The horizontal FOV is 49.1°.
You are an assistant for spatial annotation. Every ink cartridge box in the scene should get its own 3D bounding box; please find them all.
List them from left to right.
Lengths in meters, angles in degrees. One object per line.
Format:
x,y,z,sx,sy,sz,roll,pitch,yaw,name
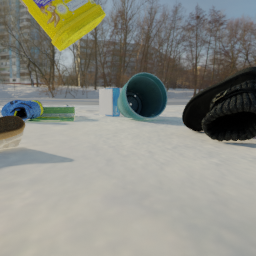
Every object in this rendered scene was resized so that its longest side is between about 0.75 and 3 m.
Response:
-3.373,-0.664,12.578,1.982,0.653,2.724,-1,4,-9,ink cartridge box
-0.359,-1.458,15.781,2.082,1.520,1.527,-4,7,-33,ink cartridge box

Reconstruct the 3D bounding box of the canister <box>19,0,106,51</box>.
-1.864,-3.343,7.190,1.629,2.194,0.950,-45,12,-27,canister

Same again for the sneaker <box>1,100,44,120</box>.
-4.806,-0.716,11.983,2.526,0.833,0.990,-1,18,32,sneaker

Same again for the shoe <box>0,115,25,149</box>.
-2.742,0.208,4.694,1.977,0.528,0.691,-8,48,-35,shoe

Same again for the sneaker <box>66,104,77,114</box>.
-3.104,-0.816,14.666,0.501,0.544,1.359,33,-5,12,sneaker

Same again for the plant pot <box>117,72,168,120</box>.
0.434,-1.211,12.464,1.980,1.980,1.860,-3,-8,-24,plant pot

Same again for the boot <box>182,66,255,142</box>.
2.090,-0.271,6.656,2.609,0.982,1.951,-41,12,45,boot
